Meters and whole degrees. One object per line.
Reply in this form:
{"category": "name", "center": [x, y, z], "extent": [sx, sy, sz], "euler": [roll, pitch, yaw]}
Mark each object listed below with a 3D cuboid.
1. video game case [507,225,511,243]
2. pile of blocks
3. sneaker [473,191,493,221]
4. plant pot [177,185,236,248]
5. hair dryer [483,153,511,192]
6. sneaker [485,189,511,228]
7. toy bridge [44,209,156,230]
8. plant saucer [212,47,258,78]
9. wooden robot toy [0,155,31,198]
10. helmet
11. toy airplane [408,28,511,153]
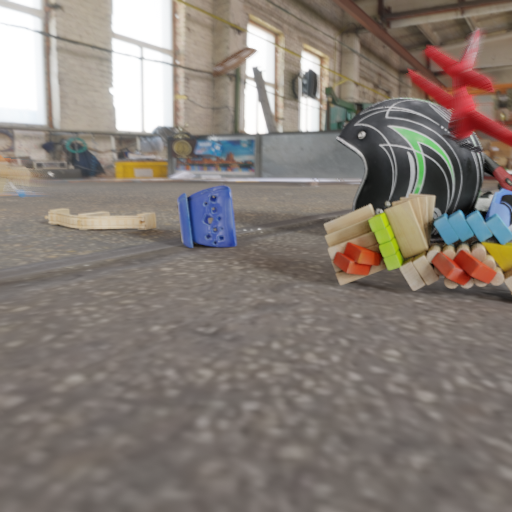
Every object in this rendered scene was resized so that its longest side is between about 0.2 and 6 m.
{"category": "video game case", "center": [4.097, -0.054, 7.825], "extent": [1.386, 0.164, 1.262], "euler": [19, -12, 8]}
{"category": "pile of blocks", "center": [2.376, -0.119, 7.342], "extent": [3.187, 1.308, 0.990], "euler": [4, 11, 19]}
{"category": "sneaker", "center": [5.708, -1.117, 13.620], "extent": [1.009, 0.844, 2.279], "euler": [-33, 29, -14]}
{"category": "plant pot", "center": [-1.056, -0.795, 11.608], "extent": [1.099, 1.222, 1.222], "euler": [-7, 12, -7]}
{"category": "hair dryer", "center": [6.300, -1.379, 13.596], "extent": [2.215, 0.790, 2.908], "euler": [25, 21, -35]}
{"category": "sneaker", "center": [5.229, -0.671, 10.999], "extent": [1.237, 1.114, 3.176], "euler": [17, 25, 25]}
{"category": "toy bridge", "center": [-4.184, -0.916, 14.402], "extent": [3.136, 0.427, 1.054], "euler": [4, 11, 22]}
{"category": "plant saucer", "center": [-0.565, -4.881, 14.014], "extent": [1.322, 0.212, 1.322], "euler": [-26, 26, 14]}
{"category": "wooden robot toy", "center": [-4.432, -1.434, 9.119], "extent": [1.828, 0.805, 0.829], "euler": [-14, -22, -45]}
{"category": "helmet", "center": [3.424, -1.978, 12.675], "extent": [3.234, 3.083, 3.234], "euler": [0, 10, 0]}
{"category": "toy airplane", "center": [2.737, -2.016, 7.340], "extent": [0.406, 2.206, 2.206], "euler": [-43, 17, -4]}
